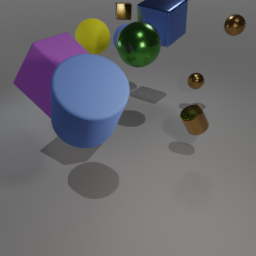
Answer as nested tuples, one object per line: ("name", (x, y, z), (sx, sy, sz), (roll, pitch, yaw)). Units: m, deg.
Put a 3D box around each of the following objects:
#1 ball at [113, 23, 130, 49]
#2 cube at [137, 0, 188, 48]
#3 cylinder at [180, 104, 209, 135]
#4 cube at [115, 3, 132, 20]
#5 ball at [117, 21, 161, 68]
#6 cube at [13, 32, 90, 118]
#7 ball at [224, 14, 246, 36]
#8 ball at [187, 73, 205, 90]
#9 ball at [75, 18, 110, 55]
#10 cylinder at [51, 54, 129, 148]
("ball", (0.024, -4.065, 12.851), (1.400, 1.400, 1.400), (0, 30, 0))
("cube", (1.325, -4.177, 10.787), (1.400, 1.400, 1.400), (26, 53, 28))
("cylinder", (2.053, -0.248, 8.644), (0.700, 0.700, 0.700), (-22, 38, 19))
("cube", (-0.221, -5.466, 13.107), (0.700, 0.700, 0.700), (-2, 26, -8))
("ball", (0.340, -2.624, 8.859), (1.400, 1.400, 1.400), (0, 30, 0))
("cube", (-1.753, -1.354, 7.211), (1.400, 1.400, 1.400), (44, 36, -2))
("ball", (3.633, -3.499, 9.538), (0.700, 0.700, 0.700), (0, 30, 0))
("ball", (2.841, -1.961, 11.709), (0.700, 0.700, 0.700), (0, 30, 0))
("ball", (-1.416, -3.666, 11.292), (1.400, 1.400, 1.400), (0, 30, 0))
("cylinder", (-0.807, -0.485, 5.560), (1.400, 1.400, 1.400), (6, 63, -12))
